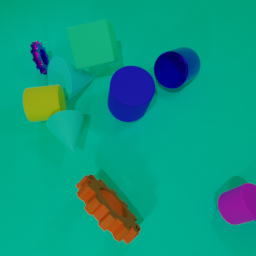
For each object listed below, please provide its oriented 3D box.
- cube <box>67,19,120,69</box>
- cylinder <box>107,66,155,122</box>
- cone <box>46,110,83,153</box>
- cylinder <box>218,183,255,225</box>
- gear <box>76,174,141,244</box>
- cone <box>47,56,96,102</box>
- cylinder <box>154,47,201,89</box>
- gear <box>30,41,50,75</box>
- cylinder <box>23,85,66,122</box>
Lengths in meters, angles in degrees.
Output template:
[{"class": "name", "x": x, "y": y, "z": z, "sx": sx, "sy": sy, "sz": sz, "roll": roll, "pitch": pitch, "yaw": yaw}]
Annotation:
[{"class": "cube", "x": -1.015, "y": -2.543, "z": 8.659, "sx": 1.207, "sy": 1.207, "sz": 1.207, "roll": -10, "pitch": 103, "yaw": 9}, {"class": "cylinder", "x": 0.062, "y": -0.979, "z": 8.336, "sx": 1.283, "sy": 1.283, "sz": 1.283, "roll": 2, "pitch": 70, "yaw": -7}, {"class": "cone", "x": -1.628, "y": 0.231, "z": 7.753, "sx": 1.050, "sy": 1.050, "sz": 1.053, "roll": -17, "pitch": 63, "yaw": -9}, {"class": "cylinder", "x": 2.783, "y": 1.859, "z": 6.823, "sx": 0.829, "sy": 0.829, "sz": 0.829, "roll": 14, "pitch": 57, "yaw": -21}, {"class": "gear", "x": -0.454, "y": 1.876, "z": 6.641, "sx": 0.335, "sy": 1.809, "sz": 1.809, "roll": -45, "pitch": 68, "yaw": 2}, {"class": "cone", "x": -1.634, "y": -1.643, "z": 9.231, "sx": 1.467, "sy": 1.462, "sz": 1.462, "roll": -17, "pitch": 59, "yaw": -40}, {"class": "cylinder", "x": 1.571, "y": -1.925, "z": 8.899, "sx": 1.143, "sy": 1.143, "sz": 1.143, "roll": 35, "pitch": 36, "yaw": 18}, {"class": "gear", "x": -2.906, "y": -2.340, "z": 9.371, "sx": 0.201, "sy": 1.086, "sz": 1.086, "roll": -14, "pitch": 61, "yaw": 6}, {"class": "cylinder", "x": -2.410, "y": -0.720, "z": 8.190, "sx": 0.986, "sy": 0.986, "sz": 0.986, "roll": -6, "pitch": 61, "yaw": -1}]
